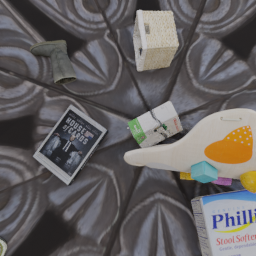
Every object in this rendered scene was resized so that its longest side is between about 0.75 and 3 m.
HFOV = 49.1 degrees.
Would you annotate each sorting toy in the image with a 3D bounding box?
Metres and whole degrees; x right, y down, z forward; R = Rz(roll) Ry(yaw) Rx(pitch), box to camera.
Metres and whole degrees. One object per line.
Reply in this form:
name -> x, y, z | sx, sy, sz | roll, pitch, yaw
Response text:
sorting toy -> 1.371, 0.542, 6.322 | 2.634, 2.926, 1.563 | -4, 88, 17

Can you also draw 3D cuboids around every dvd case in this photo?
dvd case -> -1.531, 0.429, 7.481 | 1.321, 0.217, 1.758 | 34, 87, 16

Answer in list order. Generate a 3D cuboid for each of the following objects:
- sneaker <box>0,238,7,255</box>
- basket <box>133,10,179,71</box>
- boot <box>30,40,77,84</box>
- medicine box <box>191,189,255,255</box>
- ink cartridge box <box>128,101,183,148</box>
sneaker -> -3.518, 3.347, 6.530 | 0.609, 0.701, 1.583 | 23, 74, 7
basket -> 0.744, -2.492, 8.091 | 1.035, 1.286, 1.275 | -4, 73, -7
boot -> -2.239, -1.913, 8.353 | 1.218, 0.486, 1.340 | -12, 80, -2
medicine box -> 2.698, 2.544, 6.571 | 1.893, 1.070, 2.079 | -8, 74, -2
ink cartridge box -> 0.735, -0.046, 7.303 | 1.227, 0.896, 0.517 | -28, 58, 6
